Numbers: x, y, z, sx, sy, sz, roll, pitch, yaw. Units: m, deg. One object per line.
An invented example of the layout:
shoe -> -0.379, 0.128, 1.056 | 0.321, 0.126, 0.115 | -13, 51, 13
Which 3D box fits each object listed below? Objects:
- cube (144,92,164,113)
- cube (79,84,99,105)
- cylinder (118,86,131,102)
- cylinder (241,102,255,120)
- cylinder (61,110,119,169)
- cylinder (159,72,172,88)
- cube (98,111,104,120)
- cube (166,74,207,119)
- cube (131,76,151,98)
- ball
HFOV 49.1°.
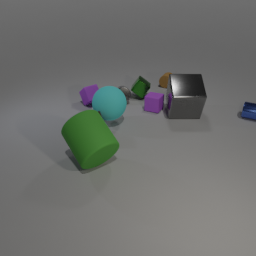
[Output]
cube -> 1.204, -1.182, 12.849 | 0.700, 0.700, 0.700 | 12, 31, 24
cube -> -1.769, -1.564, 13.198 | 0.700, 0.700, 0.700 | -21, -2, -32
cylinder -> -0.244, -1.642, 13.445 | 0.700, 0.700, 0.700 | -3, 16, -6
cylinder -> 5.344, -0.737, 12.111 | 0.700, 0.700, 0.700 | 15, 33, 24
cylinder -> -1.211, 0.370, 9.013 | 1.400, 1.400, 1.400 | -21, 65, -32
cylinder -> 2.146, -2.632, 15.406 | 0.700, 0.700, 0.700 | 14, 32, 22
cube -> -1.228, -0.096, 10.757 | 0.700, 0.700, 0.700 | -23, 39, -2
cube -> 2.451, -1.354, 12.070 | 1.400, 1.400, 1.400 | 0, 53, 0
cube -> 0.639, -2.044, 13.899 | 0.700, 0.700, 0.700 | 34, 26, -12
ball -> -0.758, -1.006, 11.408 | 1.400, 1.400, 1.400 | 0, 30, 0
